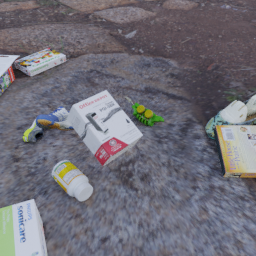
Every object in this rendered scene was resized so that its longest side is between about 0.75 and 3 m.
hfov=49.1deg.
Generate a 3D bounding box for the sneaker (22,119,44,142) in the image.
[{"bbox_3d":[-2.817,0.063,8.846,0.460,0.419,1.135,17,49,10],"label":"sneaker"}]

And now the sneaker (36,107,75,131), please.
[{"bbox_3d":[-1.921,-0.282,7.451,0.520,0.608,1.380,-7,-8,25],"label":"sneaker"}]

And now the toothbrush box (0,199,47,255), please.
[{"bbox_3d":[-2.712,2.525,5.350,2.168,0.933,1.578,-15,41,-16],"label":"toothbrush box"}]

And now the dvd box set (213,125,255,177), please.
[{"bbox_3d":[3.652,0.636,7.886,2.197,0.323,1.607,0,52,0],"label":"dvd box set"}]

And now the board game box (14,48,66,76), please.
[{"bbox_3d":[-3.909,-2.981,12.550,1.220,0.334,1.932,29,47,29],"label":"board game box"}]

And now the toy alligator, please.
[{"bbox_3d":[0.422,-0.494,9.441,1.807,0.536,0.490,34,90,34],"label":"toy alligator"}]

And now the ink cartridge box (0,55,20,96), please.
[{"bbox_3d":[-5.465,-2.026,11.117,1.530,0.707,2.807,4,38,5],"label":"ink cartridge box"}]

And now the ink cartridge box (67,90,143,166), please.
[{"bbox_3d":[-0.509,-0.030,6.084,0.997,0.563,1.358,-32,77,-36],"label":"ink cartridge box"}]

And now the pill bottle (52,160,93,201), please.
[{"bbox_3d":[-1.387,1.336,7.064,0.612,0.612,1.085,-31,48,-32],"label":"pill bottle"}]

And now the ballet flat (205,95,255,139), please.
[{"bbox_3d":[3.755,-0.553,9.071,2.936,1.090,1.090,-22,44,-24],"label":"ballet flat"}]
